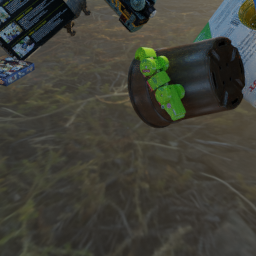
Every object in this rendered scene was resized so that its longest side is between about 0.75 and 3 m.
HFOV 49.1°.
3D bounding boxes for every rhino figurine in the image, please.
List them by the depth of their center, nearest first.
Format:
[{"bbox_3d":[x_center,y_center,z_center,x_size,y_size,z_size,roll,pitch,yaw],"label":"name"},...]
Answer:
[{"bbox_3d":[-1.602,-4.059,9.142,0.586,0.857,1.959,39,96,30],"label":"rhino figurine"}]

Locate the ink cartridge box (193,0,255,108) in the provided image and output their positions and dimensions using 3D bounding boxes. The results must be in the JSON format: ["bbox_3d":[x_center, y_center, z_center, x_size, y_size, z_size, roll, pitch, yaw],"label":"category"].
[{"bbox_3d":[3.164,-1.925,7.113,1.219,2.117,2.900,21,25,-39],"label":"ink cartridge box"}]

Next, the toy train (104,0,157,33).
[{"bbox_3d":[-0.106,-4.314,9.221,2.369,1.350,1.009,48,47,4],"label":"toy train"}]

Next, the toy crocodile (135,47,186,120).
[{"bbox_3d":[0.572,-0.817,5.047,0.507,0.464,1.502,-23,83,-42],"label":"toy crocodile"}]

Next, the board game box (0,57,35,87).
[{"bbox_3d":[-2.740,-1.304,6.365,0.726,0.185,1.072,15,34,9],"label":"board game box"}]

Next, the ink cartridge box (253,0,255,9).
[{"bbox_3d":[2.820,-0.924,4.477,0.906,2.693,1.565,-12,8,32],"label":"ink cartridge box"}]

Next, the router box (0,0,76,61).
[{"bbox_3d":[-2.864,-3.177,8.017,2.231,1.664,0.570,-48,23,-17],"label":"router box"}]

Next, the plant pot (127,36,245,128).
[{"bbox_3d":[1.262,-0.948,5.818,1.821,1.840,1.840,-4,25,47],"label":"plant pot"}]

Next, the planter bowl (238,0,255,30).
[{"bbox_3d":[2.654,-2.214,5.561,0.866,0.361,0.866,-8,68,20],"label":"planter bowl"}]
